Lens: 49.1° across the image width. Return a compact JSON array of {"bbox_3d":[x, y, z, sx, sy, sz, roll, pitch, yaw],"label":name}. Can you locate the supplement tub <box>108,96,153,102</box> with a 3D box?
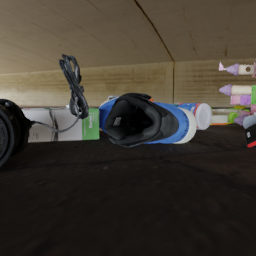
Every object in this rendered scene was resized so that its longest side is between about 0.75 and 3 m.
[{"bbox_3d":[0.103,-0.798,11.920,1.905,1.167,1.167,1,5,-1],"label":"supplement tub"}]

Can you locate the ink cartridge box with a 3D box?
[{"bbox_3d":[-1.674,-0.113,6.786,1.786,0.753,1.305,-1,6,-15],"label":"ink cartridge box"}]

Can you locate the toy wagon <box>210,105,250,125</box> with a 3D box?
[{"bbox_3d":[4.025,-0.572,11.753,2.609,0.516,2.025,-10,13,-35],"label":"toy wagon"}]

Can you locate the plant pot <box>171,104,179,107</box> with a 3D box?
[{"bbox_3d":[0.836,-0.196,7.169,0.909,0.854,0.909,-1,5,0],"label":"plant pot"}]

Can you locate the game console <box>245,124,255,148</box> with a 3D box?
[{"bbox_3d":[2.858,0.013,5.730,0.924,0.162,1.044,-34,3,26],"label":"game console"}]

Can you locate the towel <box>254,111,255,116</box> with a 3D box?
[{"bbox_3d":[4.452,-0.141,6.021,2.723,0.407,1.993,-8,19,5],"label":"towel"}]

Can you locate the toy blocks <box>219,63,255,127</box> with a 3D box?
[{"bbox_3d":[4.410,-1.219,10.233,2.131,2.366,2.532,3,8,18],"label":"toy blocks"}]

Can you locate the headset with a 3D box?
[{"bbox_3d":[-1.965,-0.125,3.821,2.837,1.333,1.752,-12,7,-5],"label":"headset"}]

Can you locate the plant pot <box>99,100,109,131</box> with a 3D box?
[{"bbox_3d":[-0.696,-0.335,8.964,0.975,0.975,0.893,2,17,20],"label":"plant pot"}]

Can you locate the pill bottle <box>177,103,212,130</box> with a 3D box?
[{"bbox_3d":[1.932,-0.415,9.437,0.863,0.863,1.537,-5,8,-44],"label":"pill bottle"}]

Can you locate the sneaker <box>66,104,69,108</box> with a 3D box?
[{"bbox_3d":[-2.236,-0.607,12.874,0.610,0.705,1.561,-11,-16,36],"label":"sneaker"}]

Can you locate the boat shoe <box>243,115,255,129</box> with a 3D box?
[{"bbox_3d":[3.841,-0.061,7.226,1.566,0.578,0.667,7,8,38],"label":"boat shoe"}]

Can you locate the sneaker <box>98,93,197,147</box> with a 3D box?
[{"bbox_3d":[-0.109,-0.237,6.211,2.862,1.098,1.592,14,5,42],"label":"sneaker"}]
